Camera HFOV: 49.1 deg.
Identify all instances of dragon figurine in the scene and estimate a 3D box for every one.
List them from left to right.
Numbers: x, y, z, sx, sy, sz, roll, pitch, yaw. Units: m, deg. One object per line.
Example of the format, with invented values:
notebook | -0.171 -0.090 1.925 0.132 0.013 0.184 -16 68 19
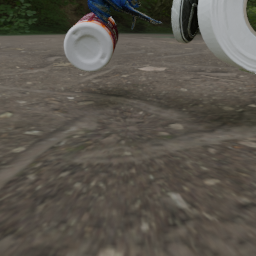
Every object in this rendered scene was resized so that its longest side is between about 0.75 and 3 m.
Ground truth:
dragon figurine | -0.507 -3.423 7.421 0.848 2.883 1.433 -24 27 54
dragon figurine | -0.109 -4.151 8.777 1.010 2.031 0.598 1 53 -6

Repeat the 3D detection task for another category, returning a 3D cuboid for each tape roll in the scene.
tape roll | 2.920 -2.544 5.856 2.763 2.763 0.966 -1 19 -3

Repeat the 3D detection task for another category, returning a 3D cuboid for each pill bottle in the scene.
pill bottle | -1.006 -2.740 8.555 1.366 1.366 2.392 1 32 3

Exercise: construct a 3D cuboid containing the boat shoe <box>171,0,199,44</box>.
boat shoe | 1.734 -3.307 6.577 0.897 2.818 0.996 32 45 32
